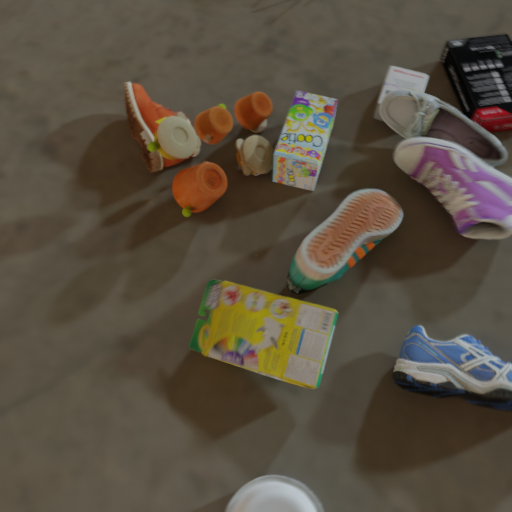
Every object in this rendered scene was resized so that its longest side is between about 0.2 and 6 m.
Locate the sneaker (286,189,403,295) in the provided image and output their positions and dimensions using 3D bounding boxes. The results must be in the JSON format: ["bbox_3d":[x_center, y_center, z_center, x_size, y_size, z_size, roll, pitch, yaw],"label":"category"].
[{"bbox_3d":[1.484,-0.266,9.816,2.758,1.102,0.984,-33,77,-36],"label":"sneaker"}]

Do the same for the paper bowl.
[{"bbox_3d":[0.255,3.834,7.782,1.474,0.767,1.474,0,63,-1],"label":"paper bowl"}]

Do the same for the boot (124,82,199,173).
[{"bbox_3d":[-1.960,-2.710,11.346,1.166,0.816,2.175,-20,68,-19],"label":"boot"}]

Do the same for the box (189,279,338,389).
[{"bbox_3d":[0.090,1.217,9.001,2.191,0.530,1.285,15,82,15],"label":"box"}]

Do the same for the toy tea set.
[{"bbox_3d":[-0.738,-2.038,10.831,3.000,1.110,1.784,-33,99,-36],"label":"toy tea set"}]

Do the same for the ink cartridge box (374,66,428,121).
[{"bbox_3d":[3.046,-3.346,11.780,0.836,0.485,1.155,18,63,9],"label":"ink cartridge box"}]

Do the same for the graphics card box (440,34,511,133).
[{"bbox_3d":[4.976,-3.667,11.897,1.446,0.586,2.304,-8,63,-4],"label":"graphics card box"}]

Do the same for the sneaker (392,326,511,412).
[{"bbox_3d":[3.510,1.783,8.746,2.603,0.986,1.003,13,66,5],"label":"sneaker"}]

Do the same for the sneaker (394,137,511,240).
[{"bbox_3d":[3.589,-1.178,10.152,2.527,0.916,1.441,26,54,7],"label":"sneaker"}]

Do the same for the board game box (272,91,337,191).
[{"bbox_3d":[0.952,-2.258,10.978,0.861,0.877,1.672,15,63,8],"label":"board game box"}]

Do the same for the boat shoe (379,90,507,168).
[{"bbox_3d":[3.610,-2.465,10.844,2.585,0.829,0.953,32,102,4],"label":"boat shoe"}]
